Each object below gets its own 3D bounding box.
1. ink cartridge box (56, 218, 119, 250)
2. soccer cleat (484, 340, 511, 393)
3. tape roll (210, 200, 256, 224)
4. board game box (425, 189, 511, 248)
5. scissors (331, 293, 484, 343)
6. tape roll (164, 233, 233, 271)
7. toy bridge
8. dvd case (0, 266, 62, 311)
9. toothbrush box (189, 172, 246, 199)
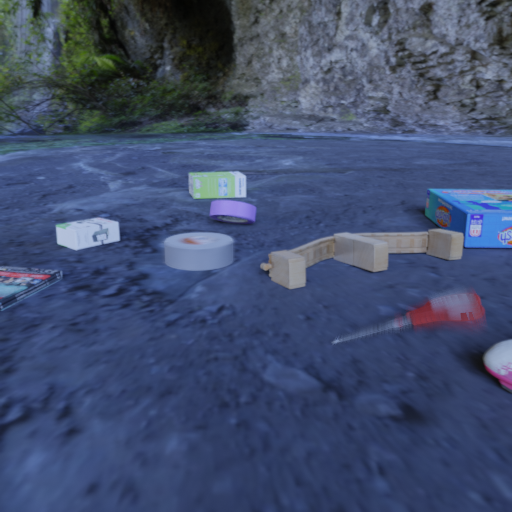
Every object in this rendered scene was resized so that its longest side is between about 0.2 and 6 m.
[{"bbox_3d":[-3.307,-0.448,11.042,0.716,0.414,0.984,13,20,39],"label":"ink cartridge box"},{"bbox_3d":[3.305,0.932,4.966,2.384,1.029,0.833,11,19,37],"label":"soccer cleat"},{"bbox_3d":[-0.513,-0.960,12.388,1.005,0.330,1.005,6,-6,1],"label":"tape roll"},{"bbox_3d":[5.194,-0.858,11.927,2.420,0.716,3.182,1,16,4],"label":"board game box"},{"bbox_3d":[1.740,0.734,6.506,1.812,0.126,0.663,-13,16,4],"label":"scissors"},{"bbox_3d":[-1.002,-0.094,9.822,1.195,0.395,1.195,1,16,0],"label":"tape roll"},{"bbox_3d":[1.728,-0.070,9.541,3.695,0.503,1.242,-8,15,-26],"label":"toy bridge"},{"bbox_3d":[-3.795,0.462,8.256,1.144,0.172,1.566,4,15,13],"label":"dvd case"},{"bbox_3d":[-1.157,-2.091,16.456,1.541,0.663,1.122,-5,16,-13],"label":"toothbrush box"}]
